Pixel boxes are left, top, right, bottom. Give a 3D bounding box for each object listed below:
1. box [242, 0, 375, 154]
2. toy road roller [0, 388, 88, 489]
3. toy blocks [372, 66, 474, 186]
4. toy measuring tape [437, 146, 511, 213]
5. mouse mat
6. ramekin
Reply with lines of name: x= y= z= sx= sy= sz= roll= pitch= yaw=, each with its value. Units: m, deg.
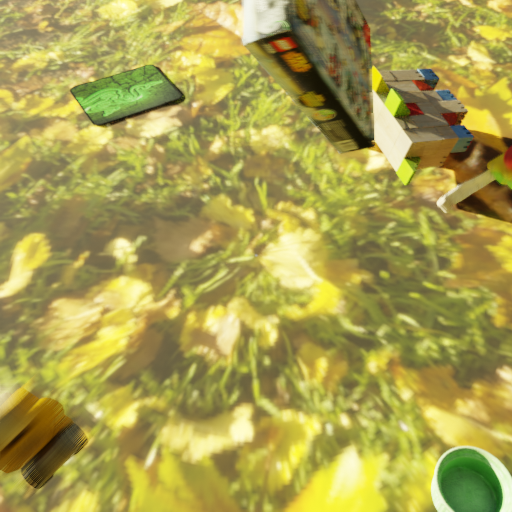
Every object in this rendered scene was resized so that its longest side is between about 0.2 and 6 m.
box: x=0.888 y=-3.147 z=7.954 sx=0.656 sy=3.290 sz=2.252 roll=-8 pitch=74 yaw=27
toy road roller: x=-2.225 y=1.678 z=5.486 sx=0.639 sy=1.040 sz=0.760 roll=-44 pitch=32 yaw=-5
toy blocks: x=3.125 y=-2.680 z=10.808 sx=1.906 sy=1.393 sz=2.789 roll=-9 pitch=54 yaw=-21
toy measuring tape: x=3.226 y=-0.962 z=7.318 sx=0.685 sy=1.863 sz=0.685 roll=29 pitch=44 yaw=-32
mouse mat: x=-2.852 y=-3.563 z=12.252 sx=2.070 sy=0.078 sz=1.666 roll=-26 pitch=54 yaw=-20
ramekin: x=2.490 y=2.741 z=6.520 sx=0.905 sy=0.442 sz=0.905 roll=0 pitch=49 yaw=0
